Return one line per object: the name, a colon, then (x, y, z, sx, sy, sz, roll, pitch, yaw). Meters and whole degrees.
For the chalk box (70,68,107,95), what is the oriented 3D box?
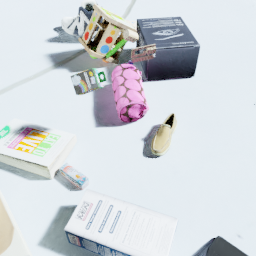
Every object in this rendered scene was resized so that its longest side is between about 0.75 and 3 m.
chalk box: (-0.990, -1.250, 7.427, 0.860, 0.537, 0.533, -16, 5, 8)

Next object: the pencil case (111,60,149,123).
pencil case: (0.076, -1.254, 9.672, 1.127, 1.092, 2.405, 5, 45, -14)

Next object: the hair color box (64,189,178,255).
hair color box: (-0.130, 2.296, 6.254, 2.254, 0.682, 1.127, 15, 46, 15)

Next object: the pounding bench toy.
pounding bench toy: (-0.730, -3.451, 11.216, 1.440, 1.809, 2.319, 9, 33, -41)

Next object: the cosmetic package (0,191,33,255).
cosmetic package: (-2.819, 2.206, 5.959, 0.856, 1.267, 2.409, -28, 49, -25)

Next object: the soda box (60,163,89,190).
soda box: (-1.446, 1.296, 7.556, 0.860, 0.294, 0.274, 29, 51, 26)

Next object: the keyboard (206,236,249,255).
keyboard: (2.562, 3.265, 5.609, 2.317, 0.459, 1.206, 31, 29, 29)

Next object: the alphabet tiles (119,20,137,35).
alphabet tiles: (-0.192, -5.138, 14.240, 1.729, 0.126, 1.691, 9, 45, 8)

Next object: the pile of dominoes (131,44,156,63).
pile of dominoes: (0.515, -2.588, 9.620, 0.916, 0.714, 0.146, -15, 64, -13)

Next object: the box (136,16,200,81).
box: (1.493, -3.306, 11.435, 2.013, 1.419, 2.720, -5, 45, -5)

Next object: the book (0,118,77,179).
book: (-2.854, 0.509, 8.280, 2.249, 0.540, 1.502, 13, 43, 16)

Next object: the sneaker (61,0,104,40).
sneaker: (-2.079, -5.310, 13.162, 2.885, 1.877, 1.151, 31, 52, 28)

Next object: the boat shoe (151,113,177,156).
boat shoe: (1.099, 0.130, 8.516, 0.577, 0.614, 1.611, 14, 46, 14)
